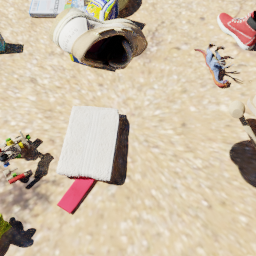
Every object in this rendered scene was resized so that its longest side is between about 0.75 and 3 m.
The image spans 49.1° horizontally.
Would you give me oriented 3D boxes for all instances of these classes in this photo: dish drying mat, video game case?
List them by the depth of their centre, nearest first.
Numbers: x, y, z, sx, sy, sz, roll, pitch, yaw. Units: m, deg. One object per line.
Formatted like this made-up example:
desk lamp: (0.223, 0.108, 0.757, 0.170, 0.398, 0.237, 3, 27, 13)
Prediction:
dish drying mat: (-1.233, 1.526, 6.843, 0.423, 0.100, 1.102, 29, 66, 15)
video game case: (-2.119, -4.730, 10.166, 2.612, 0.232, 1.869, 0, 61, 0)

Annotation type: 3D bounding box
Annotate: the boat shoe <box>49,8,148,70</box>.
boat shoe: (-0.224, -1.172, 4.122, 0.682, 0.727, 1.972, 48, 33, 16)

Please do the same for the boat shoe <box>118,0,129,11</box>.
boat shoe: (-0.288, -4.944, 10.140, 0.780, 0.673, 2.139, 16, 68, -13)

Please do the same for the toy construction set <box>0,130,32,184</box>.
toy construction set: (-2.760, 0.604, 6.969, 0.989, 1.074, 1.288, -28, 85, -27)

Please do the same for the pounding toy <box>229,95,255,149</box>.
pounding toy: (3.977, -0.267, 7.473, 2.852, 1.636, 1.630, 20, 35, 0)

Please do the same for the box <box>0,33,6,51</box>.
box: (-4.838, -2.757, 8.838, 1.656, 0.681, 0.407, -5, 62, -2)

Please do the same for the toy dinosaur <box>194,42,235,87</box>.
toy dinosaur: (2.687, -1.880, 8.578, 0.760, 1.448, 1.314, 11, 86, -29)

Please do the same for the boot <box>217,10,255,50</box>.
boot: (3.597, -3.459, 8.935, 0.596, 1.188, 1.647, -28, 64, -14)

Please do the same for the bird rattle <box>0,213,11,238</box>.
bird rattle: (-3.434, 2.528, 6.081, 1.327, 0.917, 1.627, 24, 77, 25)

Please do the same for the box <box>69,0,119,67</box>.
box: (-1.055, -3.167, 8.858, 0.763, 0.831, 2.372, 19, 69, 9)

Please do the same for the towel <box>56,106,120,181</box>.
towel: (-0.979, 0.335, 7.324, 1.389, 0.361, 2.097, 6, 58, 4)
